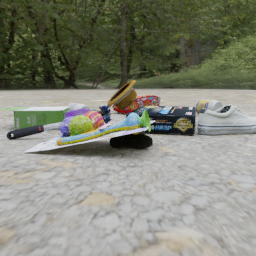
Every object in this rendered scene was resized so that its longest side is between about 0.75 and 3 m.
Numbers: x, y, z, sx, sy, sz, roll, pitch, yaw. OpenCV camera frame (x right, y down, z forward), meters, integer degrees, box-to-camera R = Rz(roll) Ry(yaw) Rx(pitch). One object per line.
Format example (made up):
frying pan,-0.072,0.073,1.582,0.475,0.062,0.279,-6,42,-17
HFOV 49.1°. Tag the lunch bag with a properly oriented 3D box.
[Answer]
lunch bag,0.349,-1.274,14.447,2.267,0.929,1.997,-9,14,-43

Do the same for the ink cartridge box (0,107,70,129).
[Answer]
ink cartridge box,-3.331,-0.377,10.078,2.322,0.689,1.206,0,10,-1

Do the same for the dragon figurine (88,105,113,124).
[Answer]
dragon figurine,-0.941,-0.359,9.823,1.068,0.632,2.148,2,-8,6

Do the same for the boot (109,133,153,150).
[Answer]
boot,0.148,0.287,7.259,1.090,0.422,0.754,3,6,14

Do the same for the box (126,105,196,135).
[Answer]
box,1.294,-0.347,9.994,2.199,0.636,2.766,2,11,14

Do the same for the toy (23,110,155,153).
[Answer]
toy,-0.909,-0.056,6.979,2.967,0.700,1.708,-7,7,14

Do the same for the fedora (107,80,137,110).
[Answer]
fedora,-0.111,-1.049,9.609,1.350,0.551,1.350,-39,15,13

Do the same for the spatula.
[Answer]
spatula,-2.292,-0.039,8.264,2.489,0.703,0.256,-12,1,-13

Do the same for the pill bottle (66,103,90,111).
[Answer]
pill bottle,-2.177,-0.737,12.221,0.660,0.660,1.165,-9,14,-40

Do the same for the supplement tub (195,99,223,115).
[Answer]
supplement tub,3.743,-0.930,12.982,0.785,0.785,1.079,-7,12,-34

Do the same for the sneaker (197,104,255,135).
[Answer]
sneaker,3.442,-0.303,9.044,2.549,0.902,0.931,-4,11,-20
